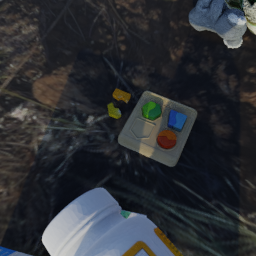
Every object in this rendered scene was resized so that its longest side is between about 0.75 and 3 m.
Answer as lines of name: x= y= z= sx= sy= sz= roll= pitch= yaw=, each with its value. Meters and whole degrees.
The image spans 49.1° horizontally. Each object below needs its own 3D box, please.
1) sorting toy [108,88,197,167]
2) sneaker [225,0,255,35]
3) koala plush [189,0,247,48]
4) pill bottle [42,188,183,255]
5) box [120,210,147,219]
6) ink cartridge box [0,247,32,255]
sorting toy: x=0.470 y=-0.206 z=7.352 sx=2.333 sy=0.312 sz=1.738 roll=23 pitch=66 yaw=11
sneaker: x=3.625 y=-4.068 z=8.470 sx=1.049 sy=1.209 sz=2.729 roll=-32 pitch=49 yaw=16
koala plush: x=2.834 y=-3.208 z=8.334 sx=1.510 sy=1.457 sz=1.643 roll=-35 pitch=68 yaw=-3
pill bottle: x=0.130 y=1.956 z=3.240 sx=1.393 sy=1.393 sz=2.508 roll=-38 pitch=66 yaw=-17
box: x=-0.432 y=2.660 z=5.907 sx=1.370 sy=0.345 sz=1.898 roll=10 pitch=64 yaw=5
ink cartridge box: x=-1.797 y=3.399 z=4.916 sx=2.527 sy=1.065 sz=1.845 roll=12 pitch=80 yaw=7
